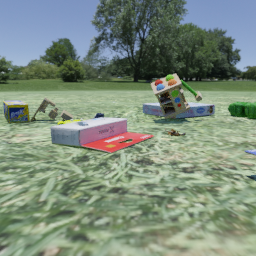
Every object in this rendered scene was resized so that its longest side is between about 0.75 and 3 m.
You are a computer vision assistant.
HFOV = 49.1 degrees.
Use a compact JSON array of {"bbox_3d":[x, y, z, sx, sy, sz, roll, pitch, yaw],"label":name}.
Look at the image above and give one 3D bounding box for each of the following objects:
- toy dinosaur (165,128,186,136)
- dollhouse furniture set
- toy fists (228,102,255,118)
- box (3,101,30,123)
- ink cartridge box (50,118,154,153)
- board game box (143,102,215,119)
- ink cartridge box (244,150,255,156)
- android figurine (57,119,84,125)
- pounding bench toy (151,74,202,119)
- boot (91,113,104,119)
[{"bbox_3d":[1.545,0.169,9.750,0.921,0.278,0.489,16,-4,35],"label":"toy dinosaur"},{"bbox_3d":[-3.554,-0.437,13.005,1.535,1.251,1.460,34,1,-16],"label":"dollhouse furniture set"},{"bbox_3d":[6.237,-0.932,14.379,1.237,0.835,2.427,3,6,-25],"label":"toy fists"},{"bbox_3d":[-5.508,-0.849,13.693,0.926,0.850,2.643,-5,10,-27],"label":"box"},{"bbox_3d":[-0.726,0.117,8.922,2.260,0.573,2.565,5,11,32],"label":"ink cartridge box"},{"bbox_3d":[2.768,-1.051,15.589,2.856,0.588,2.849,-6,11,-31],"label":"board game box"},{"bbox_3d":[3.431,0.868,4.637,1.575,0.554,2.640,-3,13,-18],"label":"ink cartridge box"},{"bbox_3d":[-1.953,-0.121,10.979,1.571,0.354,1.726,-3,12,-14],"label":"android figurine"},{"bbox_3d":[2.289,-1.698,12.987,2.031,1.584,1.261,-21,30,8],"label":"pounding bench toy"},{"bbox_3d":[-1.369,-0.468,12.572,0.381,0.473,1.047,-8,13,-39],"label":"boot"}]
